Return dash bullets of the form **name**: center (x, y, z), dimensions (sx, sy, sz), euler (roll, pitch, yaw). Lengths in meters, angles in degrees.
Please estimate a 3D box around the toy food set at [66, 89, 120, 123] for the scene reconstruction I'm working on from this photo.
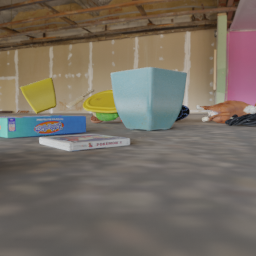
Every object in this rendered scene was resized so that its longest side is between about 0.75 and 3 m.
- **toy food set**: center (-0.808, -0.783, 11.364), dimensions (2.947, 0.963, 1.734), euler (7, 37, 33)

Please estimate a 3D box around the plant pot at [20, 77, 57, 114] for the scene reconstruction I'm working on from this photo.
- **plant pot**: center (-3.585, -1.267, 11.581), dimensions (1.266, 1.117, 1.266), euler (-21, 5, -17)

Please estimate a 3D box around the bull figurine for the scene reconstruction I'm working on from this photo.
- **bull figurine**: center (4.307, -0.681, 11.893), dimensions (2.924, 0.952, 1.775), euler (-2, 2, -40)

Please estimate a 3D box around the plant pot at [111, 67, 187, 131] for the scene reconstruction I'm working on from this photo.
- **plant pot**: center (0.577, -0.737, 7.718), dimensions (1.547, 1.576, 1.543), euler (-3, 4, -43)

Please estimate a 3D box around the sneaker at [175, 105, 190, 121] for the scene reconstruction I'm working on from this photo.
- **sneaker**: center (1.823, -0.606, 12.416), dimensions (2.314, 0.811, 0.901), euler (-8, 9, -17)

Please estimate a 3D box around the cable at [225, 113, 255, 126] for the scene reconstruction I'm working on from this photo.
- **cable**: center (4.312, -0.296, 9.466), dimensions (1.877, 0.477, 1.531), euler (4, 6, 42)

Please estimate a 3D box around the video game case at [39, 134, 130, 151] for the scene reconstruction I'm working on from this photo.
- **video game case**: center (-0.702, 0.202, 4.403), dimensions (1.022, 0.129, 1.121), euler (-3, 5, -37)

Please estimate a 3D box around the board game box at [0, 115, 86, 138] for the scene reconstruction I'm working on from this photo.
- **board game box**: center (-2.103, -0.071, 6.368), dimensions (1.831, 0.412, 1.393), euler (-4, 5, -44)
